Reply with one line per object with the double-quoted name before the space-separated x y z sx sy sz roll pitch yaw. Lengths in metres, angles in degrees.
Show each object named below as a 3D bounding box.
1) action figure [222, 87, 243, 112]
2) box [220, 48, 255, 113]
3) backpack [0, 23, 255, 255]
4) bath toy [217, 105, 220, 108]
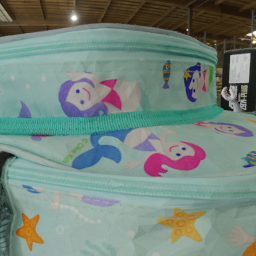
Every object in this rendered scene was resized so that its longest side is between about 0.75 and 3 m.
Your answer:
"action figure" 3.078 -0.034 6.071 2.691 2.004 1.802 -34 42 -30
"box" 3.539 -0.866 7.702 1.965 2.399 1.033 -6 10 -38
"backpack" -0.060 0.274 2.124 2.493 1.877 2.214 10 12 29
"bath toy" 3.742 -0.283 9.095 2.733 1.010 1.189 2 -37 1
